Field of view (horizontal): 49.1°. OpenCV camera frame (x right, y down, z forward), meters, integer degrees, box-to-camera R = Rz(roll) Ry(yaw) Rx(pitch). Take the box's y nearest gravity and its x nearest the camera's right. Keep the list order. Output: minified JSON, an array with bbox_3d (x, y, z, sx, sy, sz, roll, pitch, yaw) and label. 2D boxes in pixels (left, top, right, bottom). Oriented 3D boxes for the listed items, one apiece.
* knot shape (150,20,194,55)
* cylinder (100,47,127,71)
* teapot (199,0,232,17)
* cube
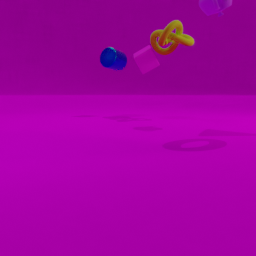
[{"bbox_3d":[1.409,-3.057,9.723,1.423,0.702,1.520,-11,-12,44],"label":"knot shape"},{"bbox_3d":[-0.576,-2.744,11.223,0.807,0.807,0.807,5,1,33],"label":"cylinder"},{"bbox_3d":[2.270,-3.185,7.141,0.840,0.661,1.351,-17,18,26],"label":"teapot"},{"bbox_3d":[0.694,-2.601,10.636,0.724,0.724,0.724,-27,23,12],"label":"cube"}]
